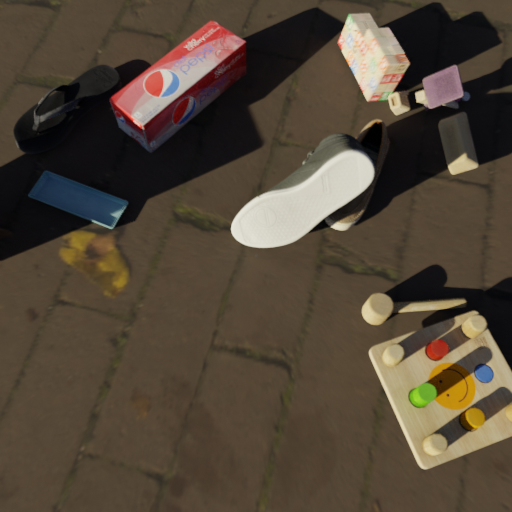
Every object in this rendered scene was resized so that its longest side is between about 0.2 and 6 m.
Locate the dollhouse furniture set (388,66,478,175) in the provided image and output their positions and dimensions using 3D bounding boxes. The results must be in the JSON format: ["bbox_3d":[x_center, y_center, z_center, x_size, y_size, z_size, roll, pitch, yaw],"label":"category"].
[{"bbox_3d":[4.032,-2.693,12.006,1.457,1.626,2.053,-9,85,-48],"label":"dollhouse furniture set"}]

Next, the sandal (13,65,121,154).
[{"bbox_3d":[-4.136,-3.295,12.030,1.048,0.590,2.757,36,70,15],"label":"sandal"}]

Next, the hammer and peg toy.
[{"bbox_3d":[3.105,1.743,9.390,2.180,1.045,2.964,-17,66,-8],"label":"hammer and peg toy"}]

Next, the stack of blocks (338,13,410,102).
[{"bbox_3d":[2.523,-4.457,12.267,0.544,1.070,1.859,-11,64,-20],"label":"stack of blocks"}]

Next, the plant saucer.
[{"bbox_3d":[-3.555,-1.104,11.232,1.940,0.184,0.678,21,66,9],"label":"plant saucer"}]

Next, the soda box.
[{"bbox_3d":[-1.579,-3.660,11.996,1.070,0.969,3.057,39,71,17],"label":"soda box"}]

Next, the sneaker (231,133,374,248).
[{"bbox_3d":[0.896,-1.229,10.636,3.004,1.062,1.490,-30,20,26],"label":"sneaker"}]

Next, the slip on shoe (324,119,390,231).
[{"bbox_3d":[2.030,-1.657,11.168,0.936,0.746,2.462,27,68,12],"label":"slip on shoe"}]
